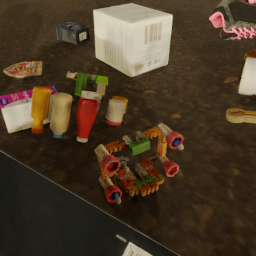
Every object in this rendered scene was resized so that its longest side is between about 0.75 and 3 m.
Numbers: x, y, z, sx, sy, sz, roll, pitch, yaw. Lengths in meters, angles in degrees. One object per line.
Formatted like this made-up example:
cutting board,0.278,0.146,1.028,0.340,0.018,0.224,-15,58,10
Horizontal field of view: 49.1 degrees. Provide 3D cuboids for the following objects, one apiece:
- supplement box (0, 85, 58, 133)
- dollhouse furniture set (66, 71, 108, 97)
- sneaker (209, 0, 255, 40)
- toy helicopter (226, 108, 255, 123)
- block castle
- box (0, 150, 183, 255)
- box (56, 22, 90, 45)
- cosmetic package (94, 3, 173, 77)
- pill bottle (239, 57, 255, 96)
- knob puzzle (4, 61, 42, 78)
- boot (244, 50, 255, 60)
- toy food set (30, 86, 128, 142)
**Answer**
supplement box,-2.761,-0.569,8.052,1.594,0.824,0.807,-18,39,-21
dollhouse furniture set,-1.478,-1.515,9.799,0.984,0.754,1.502,2,12,-34
sneaker,2.912,-2.481,6.709,1.260,1.044,2.643,-43,42,14
toy helicopter,3.924,-0.319,7.686,2.329,0.919,1.540,8,37,21
block castle,0.271,0.763,5.855,1.802,1.204,0.845,-19,41,-22
box,-0.577,1.619,3.801,2.825,1.994,1.114,21,72,28
box,-2.729,-4.721,13.937,1.335,0.714,0.990,22,41,28
cosmetic package,0.156,-3.623,11.253,2.054,2.042,2.455,-25,43,-31
pill bottle,4.948,-1.357,8.489,2.818,1.579,1.579,12,37,18
knob puzzle,-4.178,-2.389,11.102,1.599,0.222,1.599,0,36,0
boot,6.302,-2.903,11.668,1.984,0.722,2.108,-25,35,-19
toy food set,-1.207,-0.304,7.744,2.715,1.222,1.296,3,18,-31
